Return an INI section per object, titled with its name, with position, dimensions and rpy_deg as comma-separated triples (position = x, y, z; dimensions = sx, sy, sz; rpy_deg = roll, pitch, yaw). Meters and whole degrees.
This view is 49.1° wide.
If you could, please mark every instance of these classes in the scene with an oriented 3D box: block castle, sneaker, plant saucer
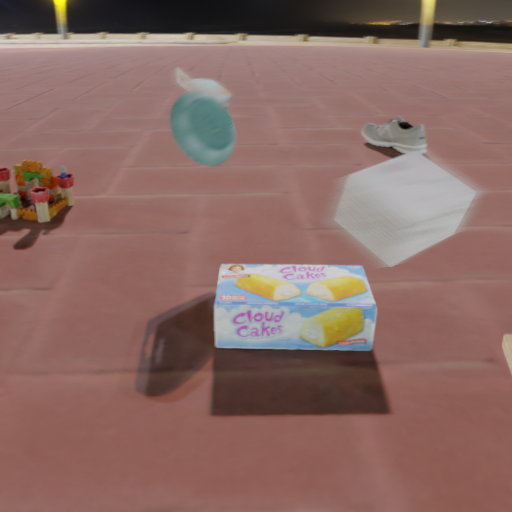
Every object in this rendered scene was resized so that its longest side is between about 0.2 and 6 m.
[block castle]
position = -5.602, -1.609, 13.354
dimensions = 2.238, 1.050, 1.496
rpy_deg = 7, 27, 14
[sneaker]
position = 4.566, -4.101, 18.351
dimensions = 0.967, 1.061, 2.587
rpy_deg = -19, 32, -33
[plant saucer]
position = -0.963, -2.561, 11.080
dimensions = 1.532, 1.532, 0.275
rpy_deg = -25, 6, -40

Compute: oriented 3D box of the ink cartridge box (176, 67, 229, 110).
[ink cartridge box]
position = -1.142, -3.616, 12.083
dimensions = 1.229, 0.308, 0.997
rpy_deg = 40, -5, -3

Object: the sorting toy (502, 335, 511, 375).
[sorting toy]
position = 4.138, 1.838, 6.843
dimensions = 1.885, 0.660, 1.896
rpy_deg = 4, 27, 10

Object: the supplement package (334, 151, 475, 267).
[supplement package]
position = 1.876, -0.635, 7.147
dimensions = 1.329, 0.737, 1.035
rpy_deg = -23, 53, -34

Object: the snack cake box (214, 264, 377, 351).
[snack cake box]
position = 0.572, 0.772, 8.830
dimensions = 2.384, 0.801, 1.371
rpy_deg = 1, 28, 0
